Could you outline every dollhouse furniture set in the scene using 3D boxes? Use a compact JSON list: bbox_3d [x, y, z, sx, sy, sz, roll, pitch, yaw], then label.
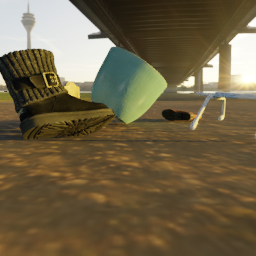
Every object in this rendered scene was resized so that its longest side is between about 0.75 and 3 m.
[{"bbox_3d":[-1.519,-0.738,8.560,2.321,1.290,2.053,1,7,22],"label":"dollhouse furniture set"}]

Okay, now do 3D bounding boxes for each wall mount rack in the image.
[{"bbox_3d":[2.875,-0.426,7.298,2.657,0.991,2.309,8,10,36],"label":"wall mount rack"}]

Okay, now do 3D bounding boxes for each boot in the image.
[{"bbox_3d":[-1.480,-0.791,6.254,2.454,1.834,0.923,-4,-26,-48],"label":"boot"},{"bbox_3d":[2.125,-0.528,11.082,1.254,0.456,1.332,0,3,30],"label":"boot"}]

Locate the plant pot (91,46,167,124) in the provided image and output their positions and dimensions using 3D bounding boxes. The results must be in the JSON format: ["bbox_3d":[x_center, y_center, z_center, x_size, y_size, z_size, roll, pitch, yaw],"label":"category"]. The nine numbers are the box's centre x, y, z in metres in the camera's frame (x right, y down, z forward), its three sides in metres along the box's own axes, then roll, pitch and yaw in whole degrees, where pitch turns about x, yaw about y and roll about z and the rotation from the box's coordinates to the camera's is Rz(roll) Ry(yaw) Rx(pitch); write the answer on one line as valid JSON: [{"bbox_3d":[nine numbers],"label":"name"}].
[{"bbox_3d":[-0.157,-1.277,9.489,2.314,1.857,2.314,34,-2,1],"label":"plant pot"}]
